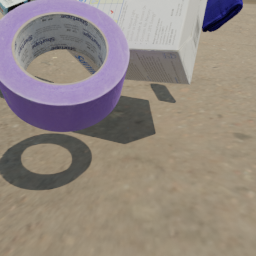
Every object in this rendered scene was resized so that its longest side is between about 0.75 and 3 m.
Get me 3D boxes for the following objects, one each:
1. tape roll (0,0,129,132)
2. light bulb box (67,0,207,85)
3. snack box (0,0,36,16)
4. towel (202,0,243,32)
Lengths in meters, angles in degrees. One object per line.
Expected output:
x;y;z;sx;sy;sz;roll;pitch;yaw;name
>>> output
-1.132;-1.110;4.877;2.215;0.941;2.215;5;63;-9;tape roll
0.302;-2.697;6.892;2.764;2.740;1.725;9;-13;23;light bulb box
-3.093;-4.326;8.427;1.366;0.436;2.352;48;59;4;snack box
2.710;-3.771;8.209;0.441;1.314;1.779;21;59;-33;towel
